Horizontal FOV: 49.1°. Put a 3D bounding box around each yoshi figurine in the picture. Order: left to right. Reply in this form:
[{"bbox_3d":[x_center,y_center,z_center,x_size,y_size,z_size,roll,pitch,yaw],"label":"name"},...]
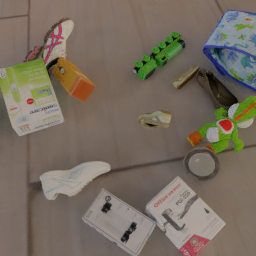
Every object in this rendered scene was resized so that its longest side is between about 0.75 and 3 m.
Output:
[{"bbox_3d":[2.962,-0.018,8.349,2.278,1.281,1.276,-38,24,6],"label":"yoshi figurine"}]

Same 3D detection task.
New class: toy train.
[{"bbox_3d":[1.205,-2.658,10.237,0.721,0.534,2.558,43,68,11],"label":"toy train"}]

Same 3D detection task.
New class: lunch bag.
[{"bbox_3d":[4.101,-2.788,9.641,2.592,1.651,2.204,31,64,6],"label":"lunch bag"}]

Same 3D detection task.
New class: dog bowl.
[{"bbox_3d":[2.075,0.989,7.880,1.007,1.007,0.295,19,23,11],"label":"dog bowl"}]

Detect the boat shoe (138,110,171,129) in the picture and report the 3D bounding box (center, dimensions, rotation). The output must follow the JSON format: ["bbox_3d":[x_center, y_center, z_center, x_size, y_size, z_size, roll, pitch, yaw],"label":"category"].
[{"bbox_3d":[0.706,-0.154,7.917,0.529,1.450,0.456,12,78,-28],"label":"boat shoe"}]

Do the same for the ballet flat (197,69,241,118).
[{"bbox_3d":[3.095,-1.170,9.329,0.774,0.532,2.297,-23,62,-13],"label":"ballet flat"}]

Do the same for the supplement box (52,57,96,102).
[{"bbox_3d":[-1.793,-1.597,9.004,0.642,0.664,1.929,-56,46,13],"label":"supplement box"}]

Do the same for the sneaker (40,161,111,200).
[{"bbox_3d":[-1.396,1.451,7.782,1.993,0.701,0.798,-16,69,-2],"label":"sneaker"}]

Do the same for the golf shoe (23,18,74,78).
[{"bbox_3d":[-2.614,-2.858,10.126,1.121,0.884,2.435,35,77,-8],"label":"golf shoe"}]

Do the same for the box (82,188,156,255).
[{"bbox_3d":[-0.226,2.443,7.233,1.670,0.502,0.974,28,63,16],"label":"box"}]

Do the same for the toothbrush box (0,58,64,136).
[{"bbox_3d":[-3.039,-0.976,8.770,1.468,0.868,2.016,-18,74,-13],"label":"toothbrush box"}]

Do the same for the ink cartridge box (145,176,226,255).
[{"bbox_3d":[1.426,2.281,7.216,1.213,0.706,1.665,-37,64,-20],"label":"ink cartridge box"}]

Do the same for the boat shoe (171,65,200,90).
[{"bbox_3d":[2.034,-1.849,9.776,1.235,0.453,0.387,-40,70,-20],"label":"boat shoe"}]
